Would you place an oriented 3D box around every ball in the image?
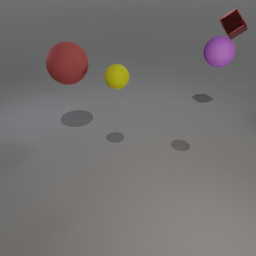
[{"bbox_3d":[-2.024,-2.155,9.366,1.400,1.400,1.400,0,30,0],"label":"ball"},{"bbox_3d":[-0.317,-1.444,7.896,0.700,0.700,0.700,0,30,0],"label":"ball"},{"bbox_3d":[2.117,-1.772,6.506,0.700,0.700,0.700,0,30,0],"label":"ball"}]

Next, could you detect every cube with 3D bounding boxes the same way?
[{"bbox_3d":[3.897,-3.807,10.339,0.700,0.700,0.700,-30,-12,24],"label":"cube"}]
